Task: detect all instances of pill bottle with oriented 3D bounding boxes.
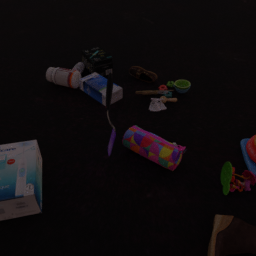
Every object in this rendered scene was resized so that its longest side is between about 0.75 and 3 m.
[{"bbox_3d":[-2.995,-2.369,13.025,1.470,0.805,0.805,14,43,16],"label":"pill bottle"},{"bbox_3d":[-2.474,-2.899,13.897,0.469,0.469,0.827,10,42,11],"label":"pill bottle"}]

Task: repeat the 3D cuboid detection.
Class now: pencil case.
[{"bbox_3d":[0.873,0.617,9.516,2.151,0.951,0.951,23,46,25],"label":"pencil case"}]

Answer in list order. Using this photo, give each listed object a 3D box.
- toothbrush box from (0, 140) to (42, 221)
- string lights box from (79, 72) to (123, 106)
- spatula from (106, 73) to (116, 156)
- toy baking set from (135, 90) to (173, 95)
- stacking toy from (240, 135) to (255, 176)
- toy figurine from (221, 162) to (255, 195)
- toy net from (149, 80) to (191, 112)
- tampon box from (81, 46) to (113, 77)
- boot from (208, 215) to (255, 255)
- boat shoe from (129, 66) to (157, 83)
[{"bbox_3d":[-3.492,1.518,8.423,1.640,0.955,2.240,-8,40,-9],"label":"toothbrush box"},{"bbox_3d":[-1.230,-1.769,12.515,0.979,0.562,1.906,-31,50,-31],"label":"string lights box"},{"bbox_3d":[-0.553,-0.385,8.877,0.281,2.735,0.773,-4,24,-6],"label":"spatula"},{"bbox_3d":[1.119,-1.529,12.133,1.535,0.179,1.178,-5,10,-21],"label":"toy baking set"},{"bbox_3d":[4.741,0.048,8.554,1.642,2.992,1.736,2,41,3],"label":"stacking toy"},{"bbox_3d":[3.462,1.626,8.616,0.950,0.775,1.033,11,64,-2],"label":"toy figurine"},{"bbox_3d":[1.639,-1.534,12.320,1.276,0.470,2.433,32,50,31],"label":"toy net"},{"bbox_3d":[-1.538,-3.291,14.001,1.091,0.919,1.456,-20,45,-22],"label":"tampon box"},{"bbox_3d":[2.778,2.954,7.028,1.366,0.594,1.642,14,39,18],"label":"boot"},{"bbox_3d":[0.657,-2.568,13.472,1.479,0.520,0.520,20,42,21],"label":"boat shoe"}]
